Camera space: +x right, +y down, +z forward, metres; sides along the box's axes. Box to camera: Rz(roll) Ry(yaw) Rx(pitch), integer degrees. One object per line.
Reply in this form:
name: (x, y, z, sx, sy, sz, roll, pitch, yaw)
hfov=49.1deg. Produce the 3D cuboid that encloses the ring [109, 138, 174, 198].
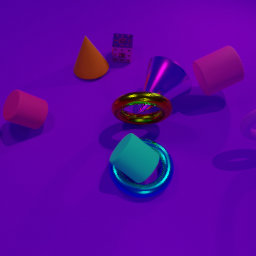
ring: (0.362, 1.041, 7.559, 1.756, 0.351, 1.756, 0, 55, 0)

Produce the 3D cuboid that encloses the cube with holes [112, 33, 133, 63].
cube with holes: (-0.196, -2.883, 10.129, 0.709, 0.709, 0.709, 4, 59, 0)

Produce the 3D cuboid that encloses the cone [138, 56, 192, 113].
cone: (0.797, -1.022, 8.462, 1.606, 1.606, 1.612, 33, 70, 21)

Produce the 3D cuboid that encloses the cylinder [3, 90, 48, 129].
cylinder: (-2.964, -0.526, 8.121, 0.923, 0.923, 0.923, -16, 64, 37)

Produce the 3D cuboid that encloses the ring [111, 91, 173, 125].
ring: (0.386, -0.522, 7.872, 1.725, 1.725, 0.345, 1, 68, 1)

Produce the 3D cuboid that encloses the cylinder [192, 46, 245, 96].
cylinder: (2.754, -1.747, 8.618, 1.164, 1.164, 1.164, -24, 56, 6)

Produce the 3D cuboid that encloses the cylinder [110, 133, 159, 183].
cylinder: (0.162, 0.760, 7.098, 0.918, 0.918, 0.918, 38, 58, -12)

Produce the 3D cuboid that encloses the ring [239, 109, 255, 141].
ring: (3.601, -0.116, 7.160, 1.440, 1.440, 0.288, -1, 56, -1)

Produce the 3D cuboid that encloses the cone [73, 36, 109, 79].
cone: (-1.351, -2.571, 9.547, 1.282, 1.287, 1.282, -2, 49, 2)
